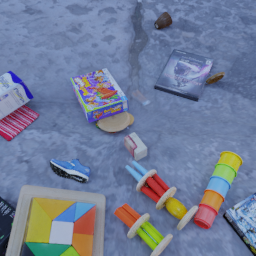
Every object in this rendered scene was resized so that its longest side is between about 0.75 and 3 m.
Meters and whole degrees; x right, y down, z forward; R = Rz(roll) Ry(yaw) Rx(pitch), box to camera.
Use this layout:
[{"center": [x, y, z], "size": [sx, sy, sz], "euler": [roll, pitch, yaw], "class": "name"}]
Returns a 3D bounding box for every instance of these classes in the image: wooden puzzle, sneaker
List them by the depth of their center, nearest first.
[{"center": [-1.996, 3.079, 8.230], "size": [2.708, 0.545, 2.928], "euler": [11, 50, -15], "class": "wooden puzzle"}, {"center": [-2.058, 1.414, 10.008], "size": [1.542, 0.605, 0.687], "euler": [19, 48, 4], "class": "sneaker"}]

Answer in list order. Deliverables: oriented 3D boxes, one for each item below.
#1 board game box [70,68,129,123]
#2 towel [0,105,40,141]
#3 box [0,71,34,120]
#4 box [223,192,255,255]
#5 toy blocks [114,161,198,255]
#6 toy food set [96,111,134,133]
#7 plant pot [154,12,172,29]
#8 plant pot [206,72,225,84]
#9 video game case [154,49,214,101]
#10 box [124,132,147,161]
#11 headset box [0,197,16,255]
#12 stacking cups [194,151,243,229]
[{"center": [-1.261, -1.458, 11.875], "size": [1.732, 0.577, 2.576], "euler": [-19, 46, -14], "class": "board game box"}, {"center": [-4.655, -0.290, 11.484], "size": [1.222, 0.190, 1.690], "euler": [30, 58, 20], "class": "towel"}, {"center": [-5.066, -1.359, 11.457], "size": [1.753, 0.920, 1.612], "euler": [-38, 44, -18], "class": "box"}, {"center": [4.370, 3.240, 8.609], "size": [1.645, 0.479, 2.403], "euler": [-24, 56, -17], "class": "box"}, {"center": [0.523, 2.414, 8.948], "size": [2.202, 0.960, 2.642], "euler": [-38, 61, -25], "class": "toy blocks"}, {"center": [-0.578, -0.329, 11.341], "size": [1.400, 0.344, 1.415], "euler": [27, 53, 27], "class": "toy food set"}, {"center": [1.888, -5.837, 15.421], "size": [0.824, 0.770, 0.770], "euler": [-36, 60, -9], "class": "plant pot"}, {"center": [3.938, -2.223, 12.563], "size": [0.890, 0.890, 0.122], "euler": [-17, 74, -12], "class": "plant pot"}, {"center": [2.683, -2.574, 13.178], "size": [2.052, 0.272, 2.873], "euler": [19, 54, 14], "class": "video game case"}, {"center": [0.279, 0.696, 10.497], "size": [0.475, 0.558, 0.873], "euler": [-27, 57, -19], "class": "box"}, {"center": [-4.111, 3.045, 8.547], "size": [1.778, 0.825, 1.548], "euler": [30, 58, 21], "class": "headset box"}, {"center": [2.966, 2.061, 9.424], "size": [0.830, 0.830, 2.745], "euler": [27, 62, 19], "class": "stacking cups"}]
